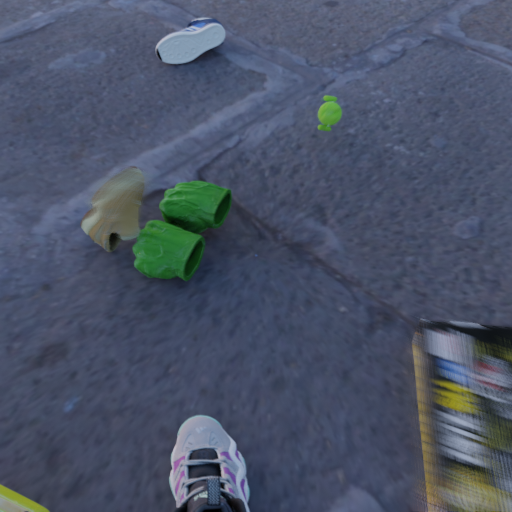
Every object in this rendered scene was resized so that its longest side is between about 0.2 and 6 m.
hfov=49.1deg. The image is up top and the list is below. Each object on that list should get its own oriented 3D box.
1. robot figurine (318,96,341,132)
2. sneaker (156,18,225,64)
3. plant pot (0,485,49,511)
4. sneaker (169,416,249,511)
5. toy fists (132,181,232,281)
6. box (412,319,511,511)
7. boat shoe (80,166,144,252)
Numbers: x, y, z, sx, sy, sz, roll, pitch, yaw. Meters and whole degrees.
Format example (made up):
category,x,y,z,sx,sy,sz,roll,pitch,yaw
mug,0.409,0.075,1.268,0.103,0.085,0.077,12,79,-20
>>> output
category,x,y,z,sx,sy,sz,roll,pitch,yaw
robot figurine,1.631,-3.148,12.419,0.498,0.755,0.861,8,14,3
sneaker,-1.859,-5.983,15.521,2.000,0.806,1.464,-22,32,-3
plant pot,-3.233,3.290,6.253,1.502,1.363,1.495,28,51,-1
sneaker,-0.521,2.822,6.558,1.050,1.889,2.701,-10,48,-9
toy fists,-1.380,-0.505,10.301,1.178,0.794,2.310,17,56,15
box,3.586,2.423,7.701,2.534,0.783,3.173,3,48,5
boat shoe,-2.299,-0.703,9.608,0.844,2.356,0.897,-35,90,-31
